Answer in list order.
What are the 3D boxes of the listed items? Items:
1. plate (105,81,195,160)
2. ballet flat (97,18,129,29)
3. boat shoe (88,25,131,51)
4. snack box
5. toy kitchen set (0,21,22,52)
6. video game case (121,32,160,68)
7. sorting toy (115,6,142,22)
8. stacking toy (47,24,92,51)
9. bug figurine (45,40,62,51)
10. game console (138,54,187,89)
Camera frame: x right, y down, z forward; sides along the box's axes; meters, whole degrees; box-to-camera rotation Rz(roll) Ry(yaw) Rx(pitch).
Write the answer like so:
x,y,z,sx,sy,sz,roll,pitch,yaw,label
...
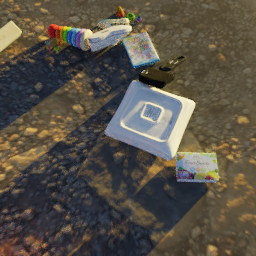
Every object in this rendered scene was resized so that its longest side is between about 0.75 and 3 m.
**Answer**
x,y,z,sx,sy,sz,roll,pitch,yaw,label
0.922,-0.494,11.113,2.885,0.466,2.879,22,64,12,plate
-0.684,-4.876,13.279,1.541,0.535,0.535,-11,65,-5,ballet flat
-0.768,-4.074,12.716,2.226,0.731,0.801,-31,42,-28,boat shoe
2.497,1.437,10.244,1.441,0.382,1.025,1,64,1,snack box
-6.601,-4.746,13.063,2.603,2.085,1.533,48,69,-18,toy kitchen set
0.553,-3.588,12.823,1.252,0.156,1.750,-17,65,-8,video game case
0.015,-5.581,13.623,1.379,0.475,0.478,22,66,11,sorting toy
-2.731,-4.249,12.848,2.170,0.926,0.926,20,65,17,stacking toy
-3.428,-3.804,12.904,0.781,0.201,0.606,3,70,-3,bug figurine
1.640,-2.487,11.911,2.370,0.286,1.398,-38,45,-25,game console
